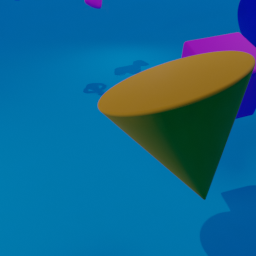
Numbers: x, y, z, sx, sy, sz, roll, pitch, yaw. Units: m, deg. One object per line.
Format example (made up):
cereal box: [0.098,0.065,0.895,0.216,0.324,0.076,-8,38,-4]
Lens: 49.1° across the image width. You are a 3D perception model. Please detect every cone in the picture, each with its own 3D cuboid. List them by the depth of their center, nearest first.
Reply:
cone: [0.547,0.147,2.507,1.266,1.271,1.266,-17,22,7]
cone: [3.072,-2.142,4.941,1.521,1.515,1.515,-34,43,-7]

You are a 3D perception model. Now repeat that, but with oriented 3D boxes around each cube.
cube: [1.075,-0.568,3.276,0.724,0.724,0.724,-13,50,-11]

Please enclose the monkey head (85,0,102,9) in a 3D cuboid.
monkey head: [-0.490,-2.831,5.238,1.358,0.977,0.818,15,-10,-21]
